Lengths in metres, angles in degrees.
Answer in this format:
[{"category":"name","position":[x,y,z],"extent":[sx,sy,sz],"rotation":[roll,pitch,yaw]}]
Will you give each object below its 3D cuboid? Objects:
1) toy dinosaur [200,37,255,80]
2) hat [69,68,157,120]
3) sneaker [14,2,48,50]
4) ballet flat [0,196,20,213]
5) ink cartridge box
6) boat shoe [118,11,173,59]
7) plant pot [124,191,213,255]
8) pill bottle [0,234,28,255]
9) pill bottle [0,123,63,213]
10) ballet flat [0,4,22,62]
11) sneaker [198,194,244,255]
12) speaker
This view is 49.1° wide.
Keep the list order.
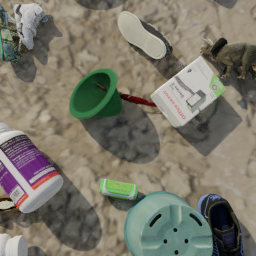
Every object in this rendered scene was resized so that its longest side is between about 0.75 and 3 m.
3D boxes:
[{"category":"toy dinosaur","position":[3.405,-2.138,8.510],"extent":[2.484,0.956,1.271],"rotation":[7,101,15]},{"category":"hat","position":[-0.452,-0.613,8.715],"extent":[2.152,1.894,1.783],"rotation":[14,73,45]},{"category":"sneaker","position":[-3.071,-3.369,9.043],"extent":[0.931,0.608,1.619],"rotation":[-17,76,0]},{"category":"ballet flat","position":[-3.749,2.213,8.000],"extent":[1.639,0.593,0.556],"rotation":[-4,79,0]},{"category":"ink cartridge box","position":[1.786,-1.042,8.394],"extent":[1.782,0.749,1.296],"rotation":[-39,93,-10]},{"category":"boat shoe","position":[0.544,-2.986,8.952],"extent":[2.159,0.798,0.651],"rotation":[43,39,23]},{"category":"plant pot","position":[1.003,2.695,7.060],"extent":[2.195,2.150,2.195],"rotation":[0,76,-1]},{"category":"pill bottle","position":[-3.727,3.432,7.551],"extent":[1.802,1.011,1.011],"rotation":[-8,79,-1]},{"category":"pill bottle","position":[-3.043,1.047,7.822],"extent":[1.374,1.374,2.444],"rotation":[-41,82,-7]},{"category":"ballet flat","position":[-3.861,-3.100,9.038],"extent":[0.791,0.791,2.131],"rotation":[-13,82,-2]},{"category":"sneaker","position":[2.585,3.233,7.534],"extent":[1.009,1.121,2.877],"rotation":[-13,79,-3]},{"category":"speaker","position":[-0.276,1.766,8.066],"extent":[1.068,0.472,0.472],"rotation":[11,79,-3]}]
